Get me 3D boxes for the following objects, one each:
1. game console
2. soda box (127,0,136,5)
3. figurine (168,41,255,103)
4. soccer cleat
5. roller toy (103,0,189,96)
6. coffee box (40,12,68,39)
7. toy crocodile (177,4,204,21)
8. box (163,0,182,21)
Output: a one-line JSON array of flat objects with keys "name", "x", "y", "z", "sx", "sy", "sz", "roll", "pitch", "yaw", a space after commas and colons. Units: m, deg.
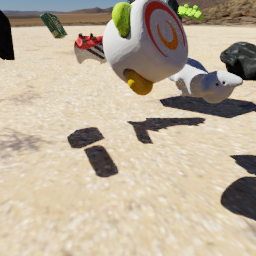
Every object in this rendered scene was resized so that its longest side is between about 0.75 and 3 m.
[{"name": "game console", "x": -3.779, "y": -2.920, "z": 7.230, "sx": 0.313, "sy": 1.530, "sz": 2.594, "roll": -16, "pitch": -18, "yaw": 6}, {"name": "soda box", "x": 0.173, "y": -3.095, "z": 6.055, "sx": 0.316, "sy": 0.999, "sz": 0.354, "roll": -33, "pitch": 69, "yaw": -10}, {"name": "figurine", "x": 2.191, "y": -1.165, "z": 5.968, "sx": 2.271, "sy": 0.978, "sz": 2.216, "roll": -17, "pitch": 18, "yaw": -4}, {"name": "soccer cleat", "x": -0.591, "y": -2.548, "z": 9.037, "sx": 2.326, "sy": 0.991, "sz": 0.798, "roll": -9, "pitch": 50, "yaw": -19}, {"name": "roller toy", "x": 0.329, "y": -1.563, "z": 5.369, "sx": 1.137, "sy": 1.627, "sz": 1.484, "roll": -19, "pitch": 14, "yaw": 45}, {"name": "coffee box", "x": -2.112, "y": -2.950, "z": 8.135, "sx": 0.252, "sy": 0.704, "sz": 1.144, "roll": -31, "pitch": 14, "yaw": 8}, {"name": "toy crocodile", "x": 2.117, "y": -3.942, "z": 9.602, "sx": 0.360, "sy": 0.394, "sz": 1.166, "roll": 29, "pitch": 6, "yaw": -44}, {"name": "box", "x": 0.813, "y": -3.747, "z": 10.551, "sx": 2.029, "sy": 1.251, "sz": 2.013, "roll": -2, "pitch": 63, "yaw": 35}]
